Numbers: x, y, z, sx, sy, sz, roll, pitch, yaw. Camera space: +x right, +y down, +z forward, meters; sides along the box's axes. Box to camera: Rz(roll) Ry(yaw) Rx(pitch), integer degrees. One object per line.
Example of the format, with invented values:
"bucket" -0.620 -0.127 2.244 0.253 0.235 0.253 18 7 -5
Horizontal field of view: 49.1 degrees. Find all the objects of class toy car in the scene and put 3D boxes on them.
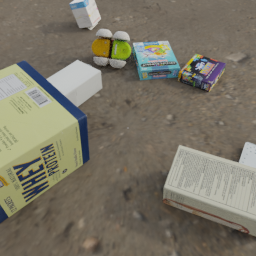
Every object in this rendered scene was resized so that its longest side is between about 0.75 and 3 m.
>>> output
"toy car" -0.619 -3.240 11.583 1.631 1.427 1.223 11 11 11

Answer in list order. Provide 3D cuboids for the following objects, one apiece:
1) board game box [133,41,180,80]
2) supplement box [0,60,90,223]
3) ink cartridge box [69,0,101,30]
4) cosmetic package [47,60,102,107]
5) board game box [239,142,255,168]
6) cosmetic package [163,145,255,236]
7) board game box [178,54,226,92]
"board game box" 1.110 -2.837 11.575 1.564 0.486 2.072 -6 47 -6
"supplement box" -3.090 0.219 7.428 2.952 1.984 2.955 -35 60 -29
"ink cartridge box" -2.037 -5.593 13.687 0.881 1.407 0.904 4 44 29
"cosmetic package" -2.075 -1.420 9.957 1.235 0.888 2.189 31 53 26
"board game box" 3.930 1.293 7.807 1.678 0.217 1.679 21 50 19
"cosmetic package" 2.237 1.534 6.838 2.527 1.103 1.306 18 60 17
"board game box" 2.903 -2.195 10.984 1.324 0.454 1.602 24 51 23
